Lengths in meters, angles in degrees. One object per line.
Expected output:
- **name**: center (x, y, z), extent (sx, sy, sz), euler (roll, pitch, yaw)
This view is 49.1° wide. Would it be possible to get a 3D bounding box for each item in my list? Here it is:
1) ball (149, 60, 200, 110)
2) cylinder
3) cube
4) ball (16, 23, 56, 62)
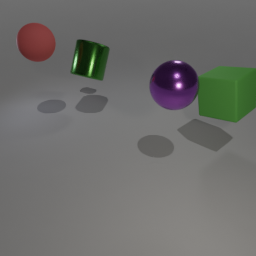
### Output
- **ball**: center (1.300, -1.199, 7.907), extent (1.400, 1.400, 1.400), euler (0, 30, 0)
- **cylinder**: center (-1.573, -2.791, 11.613), extent (1.400, 1.400, 1.400), euler (13, 9, -2)
- **cube**: center (3.308, -1.177, 9.351), extent (1.400, 1.400, 1.400), euler (-29, 31, -35)
- **ball**: center (-3.434, -3.199, 10.495), extent (1.400, 1.400, 1.400), euler (0, 30, 0)
